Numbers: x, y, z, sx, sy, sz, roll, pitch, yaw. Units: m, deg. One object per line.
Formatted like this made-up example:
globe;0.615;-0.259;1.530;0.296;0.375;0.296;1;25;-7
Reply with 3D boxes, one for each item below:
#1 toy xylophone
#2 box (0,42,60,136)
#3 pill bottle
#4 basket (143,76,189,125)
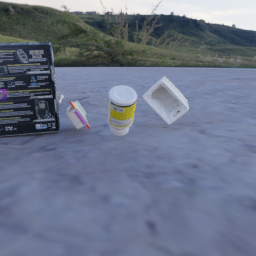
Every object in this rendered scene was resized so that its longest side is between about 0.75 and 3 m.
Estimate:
toy xylophone;-1.374;-0.438;7.181;0.329;0.960;1.311;-34;25;-1
box;-2.993;-0.856;6.454;2.614;2.094;0.569;-6;22;-12
pill bottle;-0.157;-0.348;6.209;0.605;1.087;0.605;4;47;-4
basket;1.017;-0.751;7.358;0.711;1.049;0.647;-40;9;26
